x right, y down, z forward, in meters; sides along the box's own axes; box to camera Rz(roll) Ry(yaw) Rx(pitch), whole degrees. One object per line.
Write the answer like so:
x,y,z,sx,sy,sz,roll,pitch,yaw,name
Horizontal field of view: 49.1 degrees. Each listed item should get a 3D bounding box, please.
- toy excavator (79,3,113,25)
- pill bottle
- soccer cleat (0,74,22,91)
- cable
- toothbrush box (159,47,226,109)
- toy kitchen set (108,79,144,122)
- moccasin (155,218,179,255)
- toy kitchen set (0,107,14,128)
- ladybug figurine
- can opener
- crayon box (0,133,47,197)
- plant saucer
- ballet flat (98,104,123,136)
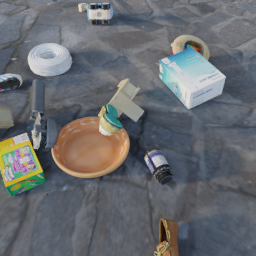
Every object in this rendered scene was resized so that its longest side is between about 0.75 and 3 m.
-2.039,-7.241,17.337,2.280,1.171,2.344,1,33,2,toy excavator
1.033,1.293,9.331,0.638,0.638,1.141,-15,50,-14,pill bottle
-5.784,-2.004,12.542,2.080,0.727,0.898,-6,29,-7,soccer cleat
-3.803,-3.370,13.720,2.067,0.716,2.066,6,47,5,cable
2.690,-2.205,12.098,1.757,1.024,2.400,-26,53,-14,toothbrush box
-0.104,-0.981,11.656,1.303,1.441,1.597,38,88,-13,toy kitchen set
1.008,3.200,7.426,0.653,0.619,1.692,23,47,-11,moccasin
-5.545,0.199,10.484,1.854,1.672,1.512,-18,82,27,toy kitchen set
2.979,-3.745,13.689,2.089,1.418,0.751,17,-2,-21,ladybug figurine
-3.084,-0.496,10.217,0.960,0.766,2.871,10,51,-28,can opener
-3.682,1.173,9.473,1.192,0.585,2.007,-22,50,-20,crayon box
-1.301,0.689,9.981,2.721,0.509,2.721,0,46,0,plant saucer
-0.668,-0.168,9.519,0.828,0.828,2.344,-5,20,-5,ballet flat
